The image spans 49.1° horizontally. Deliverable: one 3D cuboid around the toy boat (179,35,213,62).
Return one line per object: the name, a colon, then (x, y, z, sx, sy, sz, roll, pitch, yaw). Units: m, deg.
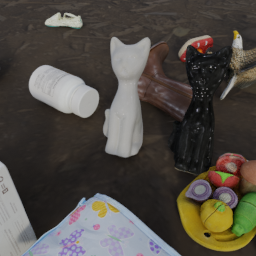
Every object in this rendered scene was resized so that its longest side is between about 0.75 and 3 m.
toy boat: (2.571, -2.734, 10.267, 1.408, 0.919, 0.920, -21, 74, -23)

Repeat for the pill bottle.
pill bottle: (-1.791, -1.018, 7.939, 1.873, 1.071, 1.071, 26, 47, 27)

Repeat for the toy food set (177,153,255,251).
toy food set: (2.105, 1.137, 5.563, 1.541, 0.855, 2.619, 32, 50, 32)

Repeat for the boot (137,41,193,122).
boot: (1.433, -1.383, 8.278, 2.609, 0.838, 2.431, 26, 70, 32)

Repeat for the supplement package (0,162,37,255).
supplement package: (-3.281, 1.569, 4.072, 2.095, 2.111, 2.781, 27, 47, 28)

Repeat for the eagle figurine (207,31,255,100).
eagle figurine: (3.636, -2.081, 8.500, 2.561, 1.933, 1.943, -6, 30, 5)

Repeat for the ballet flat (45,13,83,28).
ballet flat: (-2.988, -5.051, 13.034, 1.866, 0.669, 0.669, 8, 41, 10)

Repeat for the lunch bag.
lunch bag: (-0.356, 2.213, 3.927, 2.212, 1.406, 1.876, 36, 53, 22)

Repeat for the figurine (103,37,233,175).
figurine: (0.695, -0.598, 6.124, 2.684, 2.619, 1.155, 12, 24, 14)
